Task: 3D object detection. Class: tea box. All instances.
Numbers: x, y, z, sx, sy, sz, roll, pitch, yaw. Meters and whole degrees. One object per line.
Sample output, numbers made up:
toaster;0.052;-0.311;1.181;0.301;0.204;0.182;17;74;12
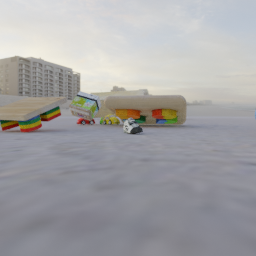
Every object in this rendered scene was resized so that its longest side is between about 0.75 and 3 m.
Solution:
tea box;-1.568;-0.812;10.327;0.842;0.829;0.563;16;-34;18

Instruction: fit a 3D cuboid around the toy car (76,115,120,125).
toy car;-1.083;-0.363;11.928;1.841;0.410;1.732;0;2;13

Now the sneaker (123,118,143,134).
sneaker;0.082;-0.052;6.365;0.297;0.355;0.802;-5;5;-24

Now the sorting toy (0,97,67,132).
sorting toy;-2.620;-0.353;7.362;1.534;0.534;1.525;3;23;29

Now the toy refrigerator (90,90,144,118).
toy refrigerator;-0.464;-1.022;11.726;2.284;0.867;0.799;-3;34;9

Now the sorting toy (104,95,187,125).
sorting toy;0.738;-0.478;9.947;2.628;0.518;2.839;1;-12;12
